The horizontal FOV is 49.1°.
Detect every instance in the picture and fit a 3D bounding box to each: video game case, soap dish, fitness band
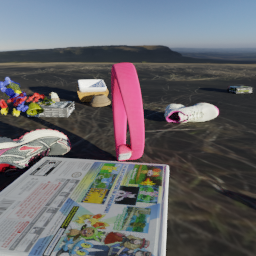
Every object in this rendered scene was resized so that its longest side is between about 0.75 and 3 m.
[{"bbox_3d":[-0.689,1.127,4.239,2.551,0.308,2.799,3,15,9],"label":"video game case"},{"bbox_3d":[-1.746,-1.797,13.432,1.405,0.725,1.785,-3,24,-12],"label":"soap dish"},{"bbox_3d":[-0.056,-0.256,5.532,0.457,1.755,2.444,-4,-10,-6],"label":"fitness band"}]

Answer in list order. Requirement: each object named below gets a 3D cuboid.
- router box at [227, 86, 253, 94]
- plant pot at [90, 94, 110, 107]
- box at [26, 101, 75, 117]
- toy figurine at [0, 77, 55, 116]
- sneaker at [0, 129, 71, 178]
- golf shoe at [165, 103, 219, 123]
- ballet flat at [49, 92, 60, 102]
[{"bbox_3d":[6.286,-2.159,15.723,1.098,0.341,0.823,-5,17,-17],"label":"router box"},{"bbox_3d":[-1.231,-1.227,12.167,0.906,0.418,0.906,-5,19,2],"label":"plant pot"},{"bbox_3d":[-2.882,-0.719,10.576,1.501,0.373,1.183,1,17,2],"label":"box"},{"bbox_3d":[-3.294,-1.126,8.648,1.043,1.184,1.977,-36,-10,11],"label":"toy figurine"},{"bbox_3d":[-2.037,0.589,5.578,1.981,0.798,0.740,-13,49,-39],"label":"sneaker"},{"bbox_3d":[2.064,-0.412,9.251,1.774,0.668,0.812,-2,24,20],"label":"golf shoe"},{"bbox_3d":[-3.457,-1.418,12.952,0.438,0.433,1.287,-8,18,-26],"label":"ballet flat"}]
